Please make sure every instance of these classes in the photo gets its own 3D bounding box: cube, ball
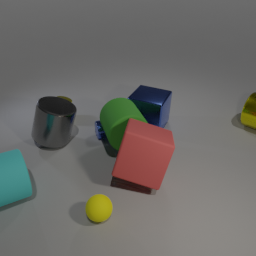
[{"bbox_3d":[0.452,0.714,8.207,1.400,1.400,1.400,18,18,0],"label":"cube"},{"bbox_3d":[-0.749,2.069,7.241,0.700,0.700,0.700,0,31,0],"label":"ball"},{"bbox_3d":[0.852,-0.734,11.256,1.400,1.400,1.400,14,34,18],"label":"cube"}]

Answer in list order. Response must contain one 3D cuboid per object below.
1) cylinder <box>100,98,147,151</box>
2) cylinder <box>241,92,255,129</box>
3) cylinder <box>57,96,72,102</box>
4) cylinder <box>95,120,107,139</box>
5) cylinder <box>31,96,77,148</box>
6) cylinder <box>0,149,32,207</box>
[{"bbox_3d":[-0.151,-0.134,9.608,1.400,1.400,1.400,-9,33,-15],"label":"cylinder"},{"bbox_3d":[5.399,-0.550,10.955,1.400,1.400,1.400,-27,39,-37],"label":"cylinder"},{"bbox_3d":[-2.767,-0.906,11.839,0.700,0.700,0.700,15,22,-6],"label":"cylinder"},{"bbox_3d":[-0.865,0.022,10.745,0.700,0.700,0.700,-10,33,-16],"label":"cylinder"},{"bbox_3d":[-2.689,-0.225,10.168,1.400,1.400,1.400,16,28,-8],"label":"cylinder"},{"bbox_3d":[-3.538,1.428,7.688,1.400,1.400,1.400,-16,35,-28],"label":"cylinder"}]
